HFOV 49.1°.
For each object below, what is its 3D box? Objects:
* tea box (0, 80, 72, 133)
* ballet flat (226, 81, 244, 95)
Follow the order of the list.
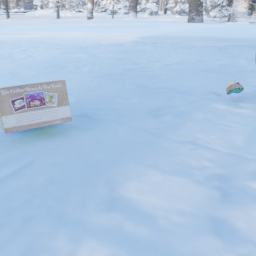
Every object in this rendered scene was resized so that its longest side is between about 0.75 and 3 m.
[{"bbox_3d":[-2.548,-0.605,7.419,1.653,1.104,1.626,-12,9,-24],"label":"tea box"},{"bbox_3d":[3.612,-1.403,9.653,0.450,0.444,1.322,-34,-13,32],"label":"ballet flat"}]
